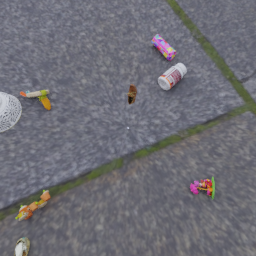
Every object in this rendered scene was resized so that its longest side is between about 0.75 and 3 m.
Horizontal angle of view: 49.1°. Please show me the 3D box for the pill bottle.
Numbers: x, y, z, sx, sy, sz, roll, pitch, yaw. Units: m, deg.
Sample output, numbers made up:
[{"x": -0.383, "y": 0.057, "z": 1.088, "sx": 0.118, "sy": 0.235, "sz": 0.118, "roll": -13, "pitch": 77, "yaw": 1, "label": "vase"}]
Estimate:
[{"x": 1.714, "y": -1.983, "z": 10.742, "sx": 1.092, "sy": 0.598, "sz": 0.598, "roll": -40, "pitch": 70, "yaw": -18, "label": "pill bottle"}]

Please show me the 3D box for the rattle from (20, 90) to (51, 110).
[{"x": -3.452, "y": -1.058, "z": 10.528, "sx": 1.087, "sy": 0.776, "sz": 0.707, "roll": -9, "pitch": 30, "yaw": 12, "label": "rattle"}]

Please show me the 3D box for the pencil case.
[{"x": 1.465, "y": -3.284, "z": 11.414, "sx": 0.528, "sy": 0.528, "sz": 1.195, "roll": -35, "pitch": 71, "yaw": -16, "label": "pencil case"}]

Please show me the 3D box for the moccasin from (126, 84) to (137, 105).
[{"x": 0.108, "y": -1.102, "z": 9.198, "sx": 0.283, "sy": 0.774, "sz": 0.299, "roll": 29, "pitch": 48, "yaw": 15, "label": "moccasin"}]

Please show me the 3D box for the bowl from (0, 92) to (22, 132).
[{"x": -4.768, "y": -0.728, "z": 10.015, "sx": 1.673, "sy": 0.785, "sz": 1.673, "roll": 0, "pitch": 63, "yaw": -1, "label": "bowl"}]

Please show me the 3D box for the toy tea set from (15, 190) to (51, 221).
[{"x": -2.898, "y": 2.312, "z": 8.541, "sx": 1.186, "sy": 0.705, "sz": 0.439, "roll": -37, "pitch": 77, "yaw": -17, "label": "toy tea set"}]

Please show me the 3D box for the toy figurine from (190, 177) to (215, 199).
[{"x": 2.356, "y": 1.854, "z": 8.933, "sx": 0.718, "sy": 0.586, "sz": 0.780, "roll": 4, "pitch": 41, "yaw": 12, "label": "toy figurine"}]

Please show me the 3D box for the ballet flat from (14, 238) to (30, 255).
[{"x": -3.093, "y": 3.790, "z": 7.954, "sx": 0.455, "sy": 0.455, "sz": 1.287, "roll": 2, "pitch": 64, "yaw": 1, "label": "ballet flat"}]
